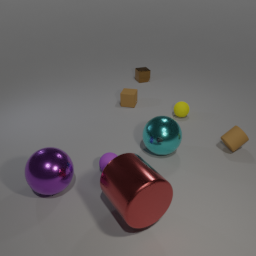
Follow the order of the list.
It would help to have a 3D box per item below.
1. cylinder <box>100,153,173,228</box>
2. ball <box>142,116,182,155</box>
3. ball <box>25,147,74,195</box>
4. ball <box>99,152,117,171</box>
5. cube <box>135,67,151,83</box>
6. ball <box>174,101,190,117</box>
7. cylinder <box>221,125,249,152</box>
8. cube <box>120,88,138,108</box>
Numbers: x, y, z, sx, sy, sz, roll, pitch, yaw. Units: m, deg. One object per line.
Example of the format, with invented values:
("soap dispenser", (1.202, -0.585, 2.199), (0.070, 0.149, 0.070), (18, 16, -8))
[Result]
("cylinder", (0.191, 1.560, 7.181), (1.400, 1.400, 1.400), (-17, 32, -26))
("ball", (1.212, 0.260, 9.944), (1.400, 1.400, 1.400), (0, 30, 0))
("ball", (-2.306, 1.262, 8.258), (1.400, 1.400, 1.400), (0, 30, 0))
("ball", (-0.591, 1.145, 9.122), (0.700, 0.700, 0.700), (0, 30, 0))
("cube", (0.854, -3.103, 16.358), (0.700, 0.700, 0.700), (-10, 32, -17))
("ball", (2.383, -0.833, 12.476), (0.700, 0.700, 0.700), (0, 30, 0))
("cylinder", (3.859, 0.385, 10.149), (0.700, 0.700, 0.700), (-39, 34, 5))
("cube", (0.051, -1.460, 13.556), (0.700, 0.700, 0.700), (7, 31, 12))
